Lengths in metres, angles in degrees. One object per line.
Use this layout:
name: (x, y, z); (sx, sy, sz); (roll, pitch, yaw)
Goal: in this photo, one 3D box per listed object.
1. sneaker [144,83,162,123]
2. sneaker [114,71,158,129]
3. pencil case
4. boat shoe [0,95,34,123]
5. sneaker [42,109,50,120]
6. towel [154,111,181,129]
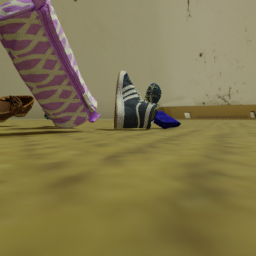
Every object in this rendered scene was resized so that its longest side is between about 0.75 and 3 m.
sneaker: (0.698, -0.851, 9.744); (0.585, 1.517, 0.646); (21, -16, -21)
sneaker: (0.203, -0.742, 7.507); (1.093, 2.014, 0.706); (4, -41, -4)
pencil case: (-1.527, -1.194, 5.636); (1.209, 2.828, 1.187); (18, 56, 36)
boat shoe: (-4.179, -0.812, 9.823); (0.812, 0.865, 2.403); (-41, -2, 17)
sneaker: (-2.615, -0.483, 9.501); (0.498, 0.485, 1.251); (-38, -20, -17)
towel: (0.971, -0.256, 7.757); (0.648, 0.218, 0.878); (-8, 27, -28)
